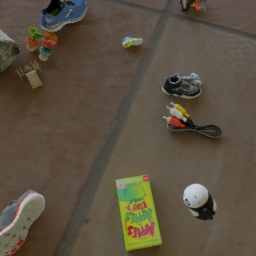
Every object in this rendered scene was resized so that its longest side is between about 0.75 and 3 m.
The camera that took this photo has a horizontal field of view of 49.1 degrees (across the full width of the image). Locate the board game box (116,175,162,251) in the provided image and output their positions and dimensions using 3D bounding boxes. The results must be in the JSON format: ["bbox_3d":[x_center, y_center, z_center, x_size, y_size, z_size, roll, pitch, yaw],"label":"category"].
[{"bbox_3d":[0.337,2.896,9.710,1.186,0.556,2.335,-9,63,-4],"label":"board game box"}]

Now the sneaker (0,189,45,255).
[{"bbox_3d":[-3.938,3.248,9.501,1.096,1.031,2.677,23,68,46],"label":"sneaker"}]

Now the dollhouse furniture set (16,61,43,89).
[{"bbox_3d":[-4.290,-2.332,12.449,0.937,0.710,1.069,-29,45,-14],"label":"dollhouse furniture set"}]

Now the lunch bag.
[{"bbox_3d":[-6.233,-3.670,12.515,2.327,1.622,1.952,38,57,18],"label":"lunch bag"}]

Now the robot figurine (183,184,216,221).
[{"bbox_3d":[1.703,1.777,6.646,0.749,0.998,0.622,-1,47,43],"label":"robot figurine"}]

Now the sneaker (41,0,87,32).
[{"bbox_3d":[-3.055,-5.799,13.662,1.100,1.249,2.801,36,59,16],"label":"sneaker"}]

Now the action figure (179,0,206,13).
[{"bbox_3d":[3.324,-6.662,14.432,1.542,0.834,1.594,16,63,-2],"label":"action figure"}]

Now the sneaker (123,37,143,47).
[{"bbox_3d":[0.196,-4.219,13.418,0.984,0.373,0.517,-13,64,-6],"label":"sneaker"}]

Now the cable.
[{"bbox_3d":[2.532,-0.092,11.192,2.432,0.612,1.181,26,66,12],"label":"cable"}]

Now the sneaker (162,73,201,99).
[{"bbox_3d":[2.320,-1.783,11.855,1.679,0.956,0.634,8,63,4],"label":"sneaker"}]

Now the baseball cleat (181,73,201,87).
[{"bbox_3d":[2.607,-2.145,12.389,1.263,0.440,0.672,12,57,-5],"label":"baseball cleat"}]

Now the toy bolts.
[{"bbox_3d":[-3.929,-3.817,13.127,1.407,1.022,1.473,-3,42,-47],"label":"toy bolts"}]
